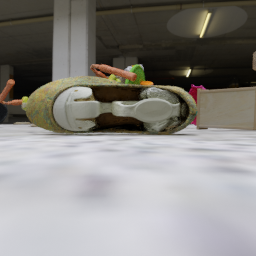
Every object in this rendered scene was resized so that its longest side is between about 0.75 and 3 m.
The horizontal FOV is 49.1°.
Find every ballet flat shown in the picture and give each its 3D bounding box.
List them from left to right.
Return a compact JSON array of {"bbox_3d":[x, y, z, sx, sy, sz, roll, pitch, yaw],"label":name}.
[{"bbox_3d":[-0.196,-0.220,3.120,1.986,0.702,0.702,1,1,-3],"label":"ballet flat"}]

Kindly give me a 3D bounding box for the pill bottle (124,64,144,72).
[{"bbox_3d":[0.283,-2.812,13.851,0.982,0.537,0.537,-23,16,-40],"label":"pill bottle"}]

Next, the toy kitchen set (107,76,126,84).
[{"bbox_3d":[-1.781,-1.437,13.387,2.311,2.556,2.833,1,-6,24],"label":"toy kitchen set"}]

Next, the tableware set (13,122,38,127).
[{"bbox_3d":[-3.507,-0.125,10.924,1.353,0.188,1.620,0,0,31],"label":"tableware set"}]

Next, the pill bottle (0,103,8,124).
[{"bbox_3d":[-4.721,-0.538,9.365,1.056,1.056,1.888,-1,1,-40],"label":"pill bottle"}]

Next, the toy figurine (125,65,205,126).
[{"bbox_3d":[1.165,-0.680,8.230,2.431,1.983,2.641,10,26,19],"label":"toy figurine"}]

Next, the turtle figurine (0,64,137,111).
[{"bbox_3d":[-0.610,-0.283,4.147,2.178,0.701,1.756,-9,-11,25],"label":"turtle figurine"}]

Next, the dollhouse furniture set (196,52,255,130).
[{"bbox_3d":[2.846,-0.681,6.094,2.811,1.457,1.244,-1,3,-41],"label":"dollhouse furniture set"}]
